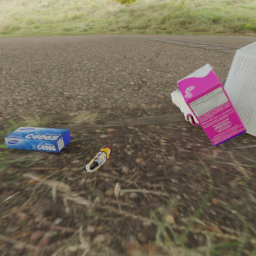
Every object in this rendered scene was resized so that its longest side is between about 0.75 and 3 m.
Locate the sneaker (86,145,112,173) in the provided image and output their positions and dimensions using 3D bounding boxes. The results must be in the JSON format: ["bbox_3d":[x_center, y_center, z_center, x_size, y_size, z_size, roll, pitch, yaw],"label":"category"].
[{"bbox_3d":[-0.598,0.681,6.119,0.757,0.284,0.341,-49,9,-12],"label":"sneaker"}]

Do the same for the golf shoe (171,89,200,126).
[{"bbox_3d":[2.037,-0.718,9.299,1.013,1.231,2.691,2,3,-5],"label":"golf shoe"}]

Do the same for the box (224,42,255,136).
[{"bbox_3d":[3.964,-1.268,8.574,1.475,2.257,2.245,26,33,26],"label":"box"}]

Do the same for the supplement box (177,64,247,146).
[{"bbox_3d":[2.164,-0.549,7.198,0.958,1.854,0.938,-29,36,18],"label":"supplement box"}]

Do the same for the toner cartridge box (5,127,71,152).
[{"bbox_3d":[-2.390,0.288,7.489,1.543,0.333,0.733,3,24,16],"label":"toner cartridge box"}]
